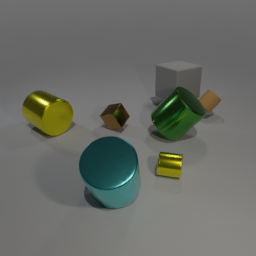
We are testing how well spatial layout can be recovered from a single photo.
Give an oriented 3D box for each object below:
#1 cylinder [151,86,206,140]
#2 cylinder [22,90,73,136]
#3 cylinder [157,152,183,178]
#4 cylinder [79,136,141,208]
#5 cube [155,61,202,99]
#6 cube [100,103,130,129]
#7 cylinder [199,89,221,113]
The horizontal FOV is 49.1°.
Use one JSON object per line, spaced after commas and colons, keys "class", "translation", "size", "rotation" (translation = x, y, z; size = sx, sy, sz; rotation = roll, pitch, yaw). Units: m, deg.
{"class": "cylinder", "translation": [1.771, -0.507, 9.961], "size": [1.400, 1.400, 1.400], "rotation": [30, 33, -22]}
{"class": "cylinder", "translation": [-3.034, -0.587, 10.605], "size": [1.400, 1.400, 1.400], "rotation": [25, 38, 37]}
{"class": "cylinder", "translation": [1.247, 1.087, 8.302], "size": [0.700, 0.700, 0.700], "rotation": [6, 30, 12]}
{"class": "cylinder", "translation": [-0.402, 1.137, 7.031], "size": [1.400, 1.400, 1.400], "rotation": [-3, 58, 4]}
{"class": "cube", "translation": [2.138, -2.008, 12.025], "size": [1.400, 1.400, 1.400], "rotation": [-16, 29, -29]}
{"class": "cube", "translation": [-0.495, -0.445, 10.679], "size": [0.700, 0.700, 0.700], "rotation": [-4, 40, 43]}
{"class": "cylinder", "translation": [3.315, -1.101, 11.466], "size": [0.700, 0.700, 0.700], "rotation": [39, 10, -9]}
